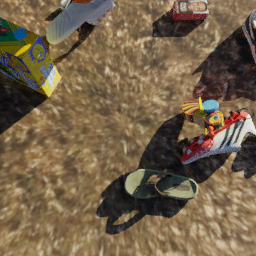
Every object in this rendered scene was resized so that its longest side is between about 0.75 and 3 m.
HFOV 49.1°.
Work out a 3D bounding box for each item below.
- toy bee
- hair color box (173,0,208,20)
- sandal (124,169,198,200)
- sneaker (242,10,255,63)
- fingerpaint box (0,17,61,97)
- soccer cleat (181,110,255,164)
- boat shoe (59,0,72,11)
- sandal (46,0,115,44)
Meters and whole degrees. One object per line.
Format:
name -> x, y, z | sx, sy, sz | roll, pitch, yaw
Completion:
toy bee -> 2.257, -0.306, 7.831 | 1.263, 1.929, 1.049 | 53, 56, -19
hair color box -> 2.151, -4.076, 9.694 | 1.135, 0.348, 0.576 | -1, 72, -1
sandal -> 0.929, 1.552, 7.786 | 2.089, 0.596, 0.829 | 3, 73, 1
sneaker -> 4.537, -2.707, 8.938 | 0.995, 1.008, 2.538 | -20, 75, -8
fingerpaint box -> -3.185, -2.026, 8.008 | 1.936, 2.320, 0.851 | 26, 75, 7
soccer cleat -> 2.626, 0.442, 8.054 | 2.398, 0.823, 1.022 | -36, 95, -6
boat shoe -> -1.980, -4.504, 9.841 | 0.315, 0.362, 0.982 | 43, 81, 6
sandal -> -1.427, -3.831, 9.432 | 3.035, 0.870, 1.163 | -36, 66, 11
